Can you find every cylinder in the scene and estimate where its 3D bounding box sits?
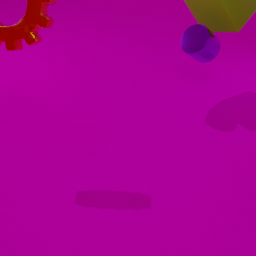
[{"bbox_3d":[1.744,-2.014,6.731,0.723,0.723,0.723,39,18,35],"label":"cylinder"}]

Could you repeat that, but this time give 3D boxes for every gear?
[{"bbox_3d":[-1.786,-1.880,4.126,1.404,1.404,0.260,4,20,5],"label":"gear"}]

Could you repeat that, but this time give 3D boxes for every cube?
[{"bbox_3d":[2.281,-3.116,6.659,1.164,1.164,1.164,-51,33,-5],"label":"cube"}]
